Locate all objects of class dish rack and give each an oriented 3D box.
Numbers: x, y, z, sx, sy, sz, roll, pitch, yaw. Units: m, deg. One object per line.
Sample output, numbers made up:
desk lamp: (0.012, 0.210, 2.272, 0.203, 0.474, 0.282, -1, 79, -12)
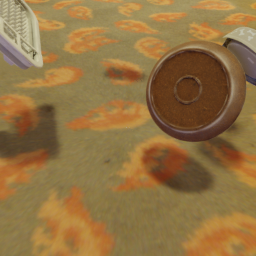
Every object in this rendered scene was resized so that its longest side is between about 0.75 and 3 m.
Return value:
dish rack: (-2.747, -2.442, 5.820, 0.557, 2.197, 2.560, -30, 48, 13)

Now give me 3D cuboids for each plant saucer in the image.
plant saucer: (1.208, -0.735, 5.473, 2.030, 2.030, 0.350, 27, 12, 27)

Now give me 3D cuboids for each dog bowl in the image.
dog bowl: (2.519, -1.461, 5.741, 0.412, 1.407, 1.407, -45, 50, 3)
